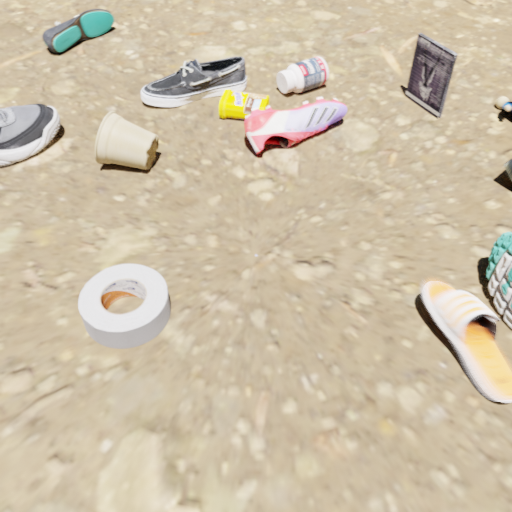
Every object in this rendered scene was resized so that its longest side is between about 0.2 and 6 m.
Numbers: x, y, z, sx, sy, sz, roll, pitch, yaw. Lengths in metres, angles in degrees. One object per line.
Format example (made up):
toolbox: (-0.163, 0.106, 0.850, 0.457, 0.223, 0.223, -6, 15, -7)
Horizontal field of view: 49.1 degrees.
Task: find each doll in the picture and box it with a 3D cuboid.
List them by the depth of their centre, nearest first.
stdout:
doll: (5.159, -2.786, 10.938, 0.854, 0.303, 1.252, 0, 40, -30)

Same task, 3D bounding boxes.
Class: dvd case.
dvd case: (3.386, -3.497, 10.924, 0.108, 1.353, 1.006, -22, 50, -20)

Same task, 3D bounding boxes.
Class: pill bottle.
pill bottle: (0.958, -3.740, 11.683, 0.991, 0.593, 0.593, -24, 51, -21)

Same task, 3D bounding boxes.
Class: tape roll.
tape roll: (-1.782, 0.666, 7.649, 1.197, 0.395, 1.197, 0, 46, 0)

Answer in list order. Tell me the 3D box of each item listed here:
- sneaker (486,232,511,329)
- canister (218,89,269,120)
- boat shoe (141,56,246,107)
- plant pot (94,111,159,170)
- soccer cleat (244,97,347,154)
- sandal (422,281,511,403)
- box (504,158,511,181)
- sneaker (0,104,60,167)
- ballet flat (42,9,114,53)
sneaker: (4.265, 0.803, 7.236, 1.349, 1.147, 2.957, -10, 51, -28)
canister: (-0.231, -2.972, 11.102, 0.898, 0.389, 0.667, 9, 47, 7)
boat shoe: (-1.276, -3.638, 11.459, 2.250, 0.763, 0.807, -12, 48, -11)
plant pot: (-2.225, -1.951, 9.849, 0.878, 0.959, 0.959, 18, 48, 2)
soccer cleat: (0.784, -2.432, 10.502, 2.131, 0.711, 0.815, -12, 85, -23)
sandal: (2.854, 0.951, 7.145, 0.700, 0.524, 1.828, -5, 52, -28)
box: (5.868, -2.058, 8.710, 2.416, 3.040, 0.699, -36, 100, -28)
sneaker: (-5.054, -2.415, 9.588, 3.157, 1.797, 1.191, -23, 51, -20)
ballet flat: (-4.248, -5.387, 13.224, 0.687, 0.687, 1.882, 30, 56, 25)
